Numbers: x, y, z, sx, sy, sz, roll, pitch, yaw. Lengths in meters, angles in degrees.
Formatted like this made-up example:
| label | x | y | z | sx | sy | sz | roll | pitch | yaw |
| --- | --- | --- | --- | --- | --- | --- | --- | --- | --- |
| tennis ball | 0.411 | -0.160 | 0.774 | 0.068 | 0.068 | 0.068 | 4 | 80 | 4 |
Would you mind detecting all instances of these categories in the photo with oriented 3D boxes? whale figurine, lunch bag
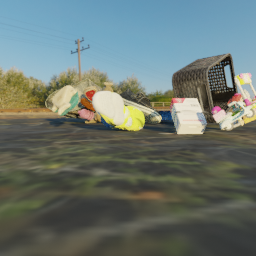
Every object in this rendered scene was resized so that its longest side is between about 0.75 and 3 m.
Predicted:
| label | x | y | z | sx | sy | sz | roll | pitch | yaw |
| --- | --- | --- | --- | --- | --- | --- | --- | --- | --- |
| whale figurine | -1.632 | -0.657 | 7.544 | 0.586 | 0.898 | 1.128 | 44 | 12 | -32 |
| lunch bag | -2.259 | -1.094 | 12.259 | 2.200 | 1.293 | 1.804 | -18 | -9 | 10 |

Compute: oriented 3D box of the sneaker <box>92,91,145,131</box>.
| label | x | y | z | sx | sy | sz | roll | pitch | yaw |
| --- | --- | --- | --- | --- | --- | --- | --- | --- | --- |
| sneaker | -0.442 | -0.302 | 6.857 | 1.019 | 0.735 | 1.941 | -7 | -21 | 33 |

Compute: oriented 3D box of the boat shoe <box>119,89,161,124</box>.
| label | x | y | z | sx | sy | sz | roll | pitch | yaw |
| --- | --- | --- | --- | --- | --- | --- | --- | --- | --- |
| boat shoe | 0.491 | -0.998 | 11.531 | 1.082 | 0.903 | 2.901 | 45 | -6 | -34 |

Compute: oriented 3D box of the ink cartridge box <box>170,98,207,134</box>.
| label | x | y | z | sx | sy | sz | roll | pitch | yaw |
| --- | --- | --- | --- | --- | --- | --- | --- | --- | --- |
| ink cartridge box | 1.369 | -0.281 | 6.450 | 0.623 | 0.363 | 0.861 | 0 | 46 | -7 |

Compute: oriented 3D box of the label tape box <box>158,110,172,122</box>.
| label | x | y | z | sx | sy | sz | roll | pitch | yaw |
| --- | --- | --- | --- | --- | --- | --- | --- | --- | --- |
| label tape box | 1.484 | -0.525 | 12.772 | 0.944 | 0.414 | 1.309 | -2 | -2 | -22 |

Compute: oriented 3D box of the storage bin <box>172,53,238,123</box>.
| label | x | y | z | sx | sy | sz | roll | pitch | yaw |
| --- | --- | --- | --- | --- | --- | --- | --- | --- | --- |
| storage bin | 2.893 | -1.458 | 10.218 | 1.313 | 1.894 | 2.801 | -2 | 22 | 38 |

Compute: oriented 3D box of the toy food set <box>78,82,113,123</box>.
| label | x | y | z | sx | sy | sz | roll | pitch | yaw |
| --- | --- | --- | --- | --- | --- | --- | --- | --- | --- |
| toy food set | -1.256 | -0.814 | 10.920 | 1.442 | 0.357 | 2.268 | -5 | -36 | -5 |

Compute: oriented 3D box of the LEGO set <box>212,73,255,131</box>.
| label | x | y | z | sx | sy | sz | roll | pitch | yaw |
| --- | --- | --- | --- | --- | --- | --- | --- | --- | --- |
| LEGO set | 2.572 | -0.596 | 6.563 | 1.220 | 0.987 | 2.651 | -26 | -7 | 18 |
